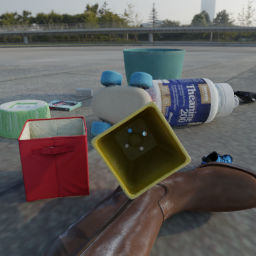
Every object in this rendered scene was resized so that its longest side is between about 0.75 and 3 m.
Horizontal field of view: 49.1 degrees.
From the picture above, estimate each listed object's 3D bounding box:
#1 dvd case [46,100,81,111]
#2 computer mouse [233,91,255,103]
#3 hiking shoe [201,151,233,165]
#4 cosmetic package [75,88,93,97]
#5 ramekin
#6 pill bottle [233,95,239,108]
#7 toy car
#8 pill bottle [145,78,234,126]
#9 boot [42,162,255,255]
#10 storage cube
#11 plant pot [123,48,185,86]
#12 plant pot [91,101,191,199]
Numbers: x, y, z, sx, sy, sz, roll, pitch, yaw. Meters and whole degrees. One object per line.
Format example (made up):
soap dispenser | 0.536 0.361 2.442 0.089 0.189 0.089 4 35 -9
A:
dvd case | -2.835 -0.958 11.814 1.427 0.157 1.042 5 19 18
computer mouse | 4.943 -1.446 12.508 1.970 0.453 1.383 -4 19 -43
hiking shoe | 2.034 0.744 6.280 1.120 0.485 0.417 -17 25 -41
cosmetic package | -2.167 -1.770 13.911 0.818 0.369 0.437 5 20 7
ramekin | -3.291 -0.345 8.939 1.698 0.830 1.698 0 19 0
pill bottle | 4.449 -1.165 11.935 0.463 0.463 0.810 6 19 16
toy car | 0.011 -0.517 8.810 1.836 1.914 2.076 6 -9 17
pill bottle | 2.016 -0.881 9.415 2.769 1.536 1.536 -4 19 -10
boot | 0.526 1.338 3.880 2.558 0.881 2.744 -5 11 29
storage cube | -1.418 0.555 5.633 1.206 1.269 1.411 -4 18 -11
plant pot | 1.157 -2.491 13.054 2.812 2.257 2.812 0 19 0
plant pot | 0.169 0.258 4.436 1.055 1.048 1.079 -33 8 2
